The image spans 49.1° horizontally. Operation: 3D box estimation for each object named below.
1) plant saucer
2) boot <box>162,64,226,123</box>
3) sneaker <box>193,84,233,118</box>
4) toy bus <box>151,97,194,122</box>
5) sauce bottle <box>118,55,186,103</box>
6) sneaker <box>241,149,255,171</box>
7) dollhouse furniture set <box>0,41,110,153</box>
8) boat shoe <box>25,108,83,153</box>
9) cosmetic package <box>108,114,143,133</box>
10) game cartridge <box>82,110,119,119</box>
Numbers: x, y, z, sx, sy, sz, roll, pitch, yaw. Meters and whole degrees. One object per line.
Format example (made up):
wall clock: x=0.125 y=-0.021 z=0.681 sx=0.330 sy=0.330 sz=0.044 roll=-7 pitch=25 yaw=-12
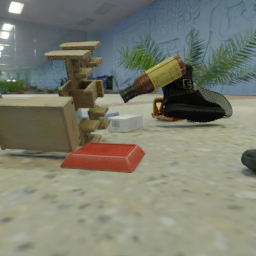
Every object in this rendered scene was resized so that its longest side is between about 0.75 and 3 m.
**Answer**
plant saucer: x=-0.481 y=0.583 z=6.197 sx=1.537 sy=0.282 sz=1.534 roll=3 pitch=9 yaw=13
boot: x=2.633 y=-1.452 z=11.440 sx=2.877 sy=2.151 sz=1.083 roll=7 pitch=-23 yaw=-22
sneaker: x=3.774 y=-1.161 z=14.622 sx=2.877 sy=1.094 sz=2.078 roll=27 pitch=-23 yaw=-6
toy bus: x=2.277 y=-1.023 z=13.396 sx=2.228 sy=1.220 sz=2.361 roll=0 pitch=9 yaw=1
sauce bottle: x=0.872 y=-1.775 z=10.445 sx=2.586 sy=0.853 sz=0.853 roll=-27 pitch=8 yaw=4
sneaker: x=3.497 y=0.088 z=5.229 sx=2.662 sy=1.537 sz=1.007 roll=0 pitch=9 yaw=1
dollhouse furniture set: x=-1.837 y=-0.666 z=7.261 sx=1.881 sy=2.481 sz=2.831 roll=2 pitch=30 yaw=14
boat shoe: x=-2.051 y=-0.160 z=7.710 sx=0.832 sy=0.849 sz=2.385 roll=2 pitch=26 yaw=22
cosmetic package: x=-0.079 y=-0.183 z=10.339 sx=0.727 sy=0.529 sz=1.430 roll=6 pitch=9 yaw=30
game cartridge: x=-1.703 y=-0.429 z=11.998 sx=1.817 sy=0.558 sz=2.730 roll=2 pitch=9 yaw=36
